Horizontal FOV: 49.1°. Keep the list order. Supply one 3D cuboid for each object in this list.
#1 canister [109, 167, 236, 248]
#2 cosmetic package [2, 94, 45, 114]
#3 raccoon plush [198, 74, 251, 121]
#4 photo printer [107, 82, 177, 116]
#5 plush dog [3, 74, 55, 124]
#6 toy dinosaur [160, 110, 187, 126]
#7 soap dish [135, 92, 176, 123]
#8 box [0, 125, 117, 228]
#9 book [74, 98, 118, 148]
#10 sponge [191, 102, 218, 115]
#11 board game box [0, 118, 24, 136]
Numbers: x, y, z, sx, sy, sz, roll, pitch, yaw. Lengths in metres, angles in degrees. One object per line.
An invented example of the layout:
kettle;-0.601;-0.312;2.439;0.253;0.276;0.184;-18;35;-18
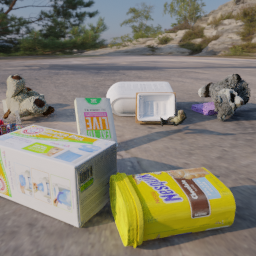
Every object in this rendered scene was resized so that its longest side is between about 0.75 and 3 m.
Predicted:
canister;0.711;1.280;4.926;1.860;0.805;1.381;-4;19;-15
cosmetic package;-4.558;-1.092;12.371;0.877;0.592;1.667;8;20;24
raccoon plush;3.659;-1.064;11.699;1.967;1.420;2.935;-35;7;-25
photo printer;0.505;-1.302;12.130;2.846;0.988;2.368;0;26;-2
plush dog;-3.943;-0.960;11.167;1.991;1.598;1.710;44;17;13
toy dinosaur;1.461;-0.232;9.249;0.769;0.414;1.745;-3;-7;2
soap dish;1.033;-0.733;10.492;1.501;1.181;0.610;0;-8;1
box;-1.530;0.814;5.654;2.347;1.189;1.320;10;21;27
book;-0.936;-0.124;8.186;1.070;1.602;0.385;-3;-24;-21
sponge;3.720;-0.893;12.289;1.694;0.253;0.945;-12;23;-32
board game box;-4.746;-0.017;9.342;2.386;0.465;1.885;-14;23;-38
